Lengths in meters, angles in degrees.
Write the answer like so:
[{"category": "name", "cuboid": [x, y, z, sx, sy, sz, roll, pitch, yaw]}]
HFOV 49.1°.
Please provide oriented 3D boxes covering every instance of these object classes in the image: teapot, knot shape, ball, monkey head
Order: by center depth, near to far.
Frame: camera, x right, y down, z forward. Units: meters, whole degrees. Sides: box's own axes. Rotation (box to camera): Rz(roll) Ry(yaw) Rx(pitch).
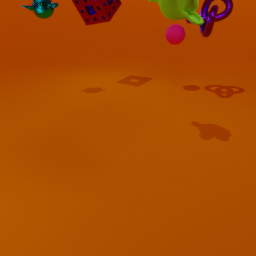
[{"category": "monkey head", "cuboid": [0.901, -2.667, 5.782, 1.096, 0.918, 1.523, -29, 54, -28]}, {"category": "teapot", "cuboid": [-2.893, -4.043, 9.311, 1.196, 0.744, 0.586, -5, 5, -1]}, {"category": "knot shape", "cuboid": [2.690, -3.847, 9.637, 1.487, 0.734, 1.589, 11, 67, 56]}, {"category": "ball", "cuboid": [1.748, -3.444, 10.334, 0.723, 0.723, 0.723, 0, 28, 0]}]

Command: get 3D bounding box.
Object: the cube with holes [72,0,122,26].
[{"category": "cube with holes", "cuboid": [-1.150, -4.720, 10.416, 1.146, 1.146, 1.146, 5, 55, 33]}]
